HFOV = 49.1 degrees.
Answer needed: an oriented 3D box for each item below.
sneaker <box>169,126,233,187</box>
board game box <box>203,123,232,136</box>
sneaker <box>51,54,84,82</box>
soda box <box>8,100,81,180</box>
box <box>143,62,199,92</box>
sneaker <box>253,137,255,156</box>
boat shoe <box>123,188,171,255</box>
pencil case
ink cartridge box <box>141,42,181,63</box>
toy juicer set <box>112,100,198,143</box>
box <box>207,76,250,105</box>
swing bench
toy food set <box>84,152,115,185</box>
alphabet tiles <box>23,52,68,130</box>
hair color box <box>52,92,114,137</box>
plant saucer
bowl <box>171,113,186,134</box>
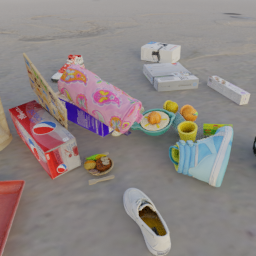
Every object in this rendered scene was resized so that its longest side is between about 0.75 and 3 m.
[{"bbox_3d":[1.975,0.504,7.599,1.506,0.918,2.307,14,32,19],"label":"sneaker"},{"bbox_3d":[2.761,0.063,8.639,0.840,0.427,0.200,3,61,18],"label":"board game box"},{"bbox_3d":[-2.849,-2.861,13.102,0.626,1.005,1.875,25,39,36],"label":"sneaker"},{"bbox_3d":[-2.436,0.204,7.973,0.887,0.979,2.797,-27,40,-27],"label":"soda box"},{"bbox_3d":[1.879,-2.392,12.830,1.859,0.491,2.384,-6,32,-11],"label":"box"},{"bbox_3d":[4.003,0.776,7.320,0.858,0.743,1.901,4,31,2],"label":"sneaker"},{"bbox_3d":[0.365,1.743,5.811,0.616,0.606,1.737,-10,32,-16],"label":"boat shoe"},{"bbox_3d":[-0.815,-0.871,8.234,2.599,1.136,1.136,32,41,17],"label":"pencil case"},{"bbox_3d":[1.821,-4.166,15.502,1.834,0.768,1.331,16,35,25],"label":"ink cartridge box"},{"bbox_3d":[0.912,-0.395,8.805,2.647,0.720,1.684,5,45,21],"label":"toy juicer set"},{"bbox_3d":[4.089,-1.606,11.573,0.421,0.451,2.175,-11,32,-18],"label":"box"},{"bbox_3d":[-4.448,-0.701,8.162,1.557,2.387,2.400,-19,36,-29],"label":"swing bench"},{"bbox_3d":[-0.774,0.963,7.404,0.787,0.229,1.140,-14,33,-7],"label":"toy food set"},{"bbox_3d":[-2.270,-0.669,7.921,0.089,2.371,1.982,-32,74,-23],"label":"alphabet tiles"},{"bbox_3d":[-1.299,-0.714,9.724,2.562,0.830,1.400,22,38,35],"label":"hair color box"},{"bbox_3d":[-3.334,1.940,5.711,2.092,0.384,2.089,-3,31,-4],"label":"plant saucer"},{"bbox_3d":[1.665,-0.043,8.767,0.421,0.805,0.805,-39,34,7],"label":"bowl"}]
